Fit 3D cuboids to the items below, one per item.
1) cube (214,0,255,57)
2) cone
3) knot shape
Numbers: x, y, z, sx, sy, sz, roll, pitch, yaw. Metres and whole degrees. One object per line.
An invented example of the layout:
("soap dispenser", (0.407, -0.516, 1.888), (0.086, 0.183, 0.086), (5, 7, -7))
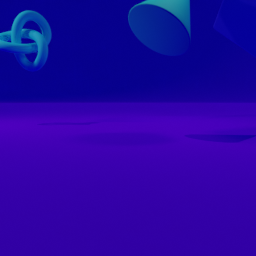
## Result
("cube", (2.942, -2.573, 5.891), (1.385, 1.385, 1.385), (-33, 65, -23))
("cone", (0.970, -2.549, 5.921), (1.418, 1.423, 1.418), (29, -15, 8))
("knot shape", (-3.567, -2.907, 9.362), (1.847, 1.974, 0.912), (-1, -13, -7))
